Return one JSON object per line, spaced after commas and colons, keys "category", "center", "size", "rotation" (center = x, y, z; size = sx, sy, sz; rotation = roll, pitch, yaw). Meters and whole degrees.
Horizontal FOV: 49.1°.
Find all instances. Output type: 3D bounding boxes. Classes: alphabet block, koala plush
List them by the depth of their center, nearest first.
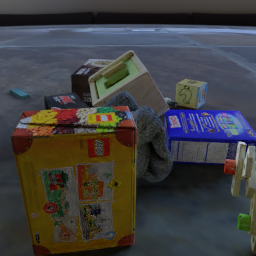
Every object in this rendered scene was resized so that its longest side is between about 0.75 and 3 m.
{"category": "koala plush", "center": [-0.326, 0.613, 5.667], "size": [2.041, 1.876, 1.810], "rotation": [-29, 27, -10]}
{"category": "alphabet block", "center": [2.323, -1.264, 10.281], "size": [0.867, 0.846, 0.851], "rotation": [15, 27, 31]}

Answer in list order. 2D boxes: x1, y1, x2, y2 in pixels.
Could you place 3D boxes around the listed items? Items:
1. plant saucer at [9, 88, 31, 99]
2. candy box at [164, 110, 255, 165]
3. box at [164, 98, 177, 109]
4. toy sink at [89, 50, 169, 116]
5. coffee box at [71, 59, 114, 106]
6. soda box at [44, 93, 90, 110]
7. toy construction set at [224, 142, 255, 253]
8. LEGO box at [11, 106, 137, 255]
{"category": "plant saucer", "center": [-4.460, -1.441, 11.538], "size": [0.440, 0.119, 1.259], "rotation": [-20, 30, -37]}
{"category": "candy box", "center": [1.980, 0.182, 7.168], "size": [2.062, 0.794, 1.744], "rotation": [3, 26, 4]}
{"category": "box", "center": [1.191, -0.855, 10.157], "size": [0.992, 0.187, 0.677], "rotation": [-11, 27, -23]}
{"category": "toy sink", "center": [-0.117, -1.173, 8.355], "size": [1.680, 1.444, 2.578], "rotation": [-31, 30, 8]}
{"category": "coffee box", "center": [-1.084, -1.888, 11.211], "size": [1.643, 1.160, 2.907], "rotation": [4, 25, 5]}
{"category": "soda box", "center": [-1.476, -0.091, 7.608], "size": [1.036, 0.927, 2.929], "rotation": [-12, 27, -24]}
{"category": "toy construction set", "center": [2.591, 1.176, 3.847], "size": [2.664, 1.747, 1.227], "rotation": [14, 27, 29]}
{"category": "LEGO box", "center": [-0.704, 0.810, 4.225], "size": [1.563, 2.099, 0.810], "rotation": [-3, 26, -8]}
